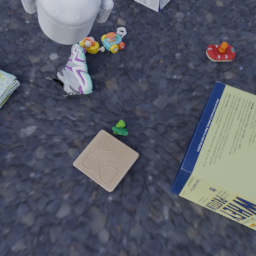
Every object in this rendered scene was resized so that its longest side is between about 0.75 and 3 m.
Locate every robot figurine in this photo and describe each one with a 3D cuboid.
[{"bbox_3d":[-1.448,-2.918,6.708,2.112,2.491,1.406,-3,89,-17],"label":"robot figurine"}]

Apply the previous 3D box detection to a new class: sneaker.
[{"bbox_3d":[-1.919,-1.812,8.789,1.312,0.729,1.875,-14,62,-8],"label":"sneaker"}]

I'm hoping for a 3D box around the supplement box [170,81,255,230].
[{"bbox_3d":[2.796,0.737,6.835,2.608,1.753,2.611,22,64,12],"label":"supplement box"}]

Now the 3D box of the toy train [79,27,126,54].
[{"bbox_3d":[-1.060,-3.252,9.663,1.988,0.553,1.494,1,62,1],"label":"toy train"}]

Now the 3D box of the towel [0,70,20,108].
[{"bbox_3d":[-4.452,-1.233,8.659,1.731,0.417,1.482,23,63,12],"label":"towel"}]

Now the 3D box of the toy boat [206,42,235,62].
[{"bbox_3d":[3.101,-2.586,9.263,0.951,0.622,0.621,-1,62,-1],"label":"toy boat"}]

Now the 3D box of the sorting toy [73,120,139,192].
[{"bbox_3d":[-0.413,0.652,7.723,1.395,0.278,1.887,31,70,21],"label":"sorting toy"}]

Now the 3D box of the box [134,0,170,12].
[{"bbox_3d":[0.668,-5.685,10.214,2.042,1.878,1.071,34,65,16],"label":"box"}]
